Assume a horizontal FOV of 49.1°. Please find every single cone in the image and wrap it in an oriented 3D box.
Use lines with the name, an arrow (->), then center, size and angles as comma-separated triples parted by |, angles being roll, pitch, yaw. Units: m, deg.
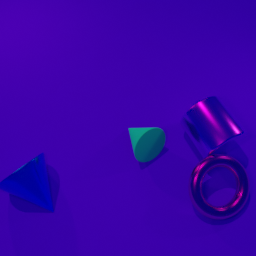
cone -> -2.328, 1.599, 7.155 | 1.401, 1.401, 1.406 | -37, 95, -18
cone -> 0.316, 0.244, 7.942 | 1.059, 1.059, 1.063 | -34, 42, -17

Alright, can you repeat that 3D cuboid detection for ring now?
ring -> 2.302, 1.476, 7.054 | 1.643, 0.329, 1.643 | 0, 88, -11

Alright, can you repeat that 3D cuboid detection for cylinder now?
cylinder -> 2.304, 0.014, 7.633 | 1.298, 1.298, 1.298 | -24, 65, -12
